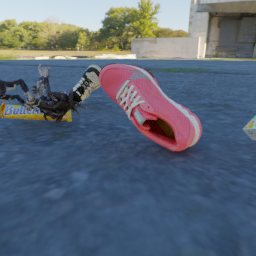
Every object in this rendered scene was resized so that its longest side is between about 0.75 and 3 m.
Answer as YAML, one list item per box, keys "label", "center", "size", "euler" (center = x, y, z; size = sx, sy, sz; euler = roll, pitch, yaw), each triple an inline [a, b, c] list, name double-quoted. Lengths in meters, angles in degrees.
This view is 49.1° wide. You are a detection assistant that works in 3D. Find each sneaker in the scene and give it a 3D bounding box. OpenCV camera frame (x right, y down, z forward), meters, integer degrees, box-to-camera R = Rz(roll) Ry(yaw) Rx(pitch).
- label: "sneaker"
  center: [-1.490, -1.388, 9.771]
  size: [0.713, 1.884, 0.826]
  euler: [38, 46, -6]
- label: "sneaker"
  center: [0.346, -0.501, 5.900]
  size: [2.678, 0.987, 1.162]
  euler: [38, 28, 12]

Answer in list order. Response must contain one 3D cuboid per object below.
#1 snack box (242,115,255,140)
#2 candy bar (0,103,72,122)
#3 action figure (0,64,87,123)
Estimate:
- label: "snack box"
  center: [3.077, -0.219, 5.511]
  size: [1.040, 0.387, 1.462]
  euler: [-43, 4, -6]
- label: "candy bar"
  center: [-2.609, -0.436, 8.004]
  size: [2.012, 0.223, 0.502]
  euler: [3, 58, -26]
- label: "action figure"
  center: [-2.312, -0.910, 7.303]
  size: [2.427, 1.443, 1.239]
  euler: [9, 55, -30]
